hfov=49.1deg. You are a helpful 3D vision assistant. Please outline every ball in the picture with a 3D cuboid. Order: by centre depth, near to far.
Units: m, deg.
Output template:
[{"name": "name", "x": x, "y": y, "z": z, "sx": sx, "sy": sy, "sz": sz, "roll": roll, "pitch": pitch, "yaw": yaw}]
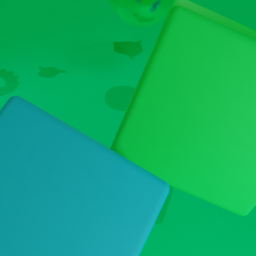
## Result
[{"name": "ball", "x": 0.255, "y": -2.473, "z": 5.076, "sx": 1.238, "sy": 1.238, "sz": 1.238, "roll": 0, "pitch": 43, "yaw": 0}]

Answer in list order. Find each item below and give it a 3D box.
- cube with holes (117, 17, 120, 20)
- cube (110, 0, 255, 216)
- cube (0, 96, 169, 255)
[{"name": "cube with holes", "x": 0.094, "y": -4.169, "z": 9.463, "sx": 0.768, "sy": 0.768, "sz": 0.768, "roll": 2, "pitch": 80, "yaw": -22}, {"name": "cube", "x": 0.772, "y": -0.293, "z": 2.702, "sx": 1.351, "sy": 1.351, "sz": 1.351, "roll": 23, "pitch": 29, "yaw": -2}, {"name": "cube", "x": -0.637, "y": 0.743, "z": 2.236, "sx": 1.248, "sy": 1.248, "sz": 1.248, "roll": 30, "pitch": 71, "yaw": -2}]
